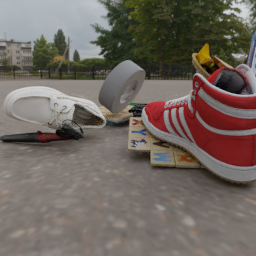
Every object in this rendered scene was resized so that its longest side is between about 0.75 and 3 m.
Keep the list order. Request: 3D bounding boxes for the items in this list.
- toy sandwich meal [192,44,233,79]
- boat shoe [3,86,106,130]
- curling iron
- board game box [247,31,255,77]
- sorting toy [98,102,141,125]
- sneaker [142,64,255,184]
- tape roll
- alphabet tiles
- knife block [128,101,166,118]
[{"bbox_3d":[3.416,-2.150,10.264,2.518,0.862,2.518,27,33,-19],"label":"toy sandwich meal"},{"bbox_3d":[-1.482,-0.356,6.248,2.354,0.834,0.816,3,23,-41],"label":"boat shoe"},{"bbox_3d":[-1.946,0.128,6.188,2.263,0.561,0.289,-5,47,25],"label":"curling iron"},{"bbox_3d":[4.143,-1.359,7.540,1.876,2.771,0.478,15,-23,10],"label":"board game box"},{"bbox_3d":[-0.050,-0.541,9.739,2.158,0.430,2.919,8,16,40],"label":"sorting toy"},{"bbox_3d":[1.126,-0.410,4.780,0.995,1.572,2.795,-17,28,-25],"label":"sneaker"},{"bbox_3d":[-0.161,-1.189,8.278,0.520,1.574,1.574,38,24,14],"label":"tape roll"},{"bbox_3d":[1.264,0.136,5.612,2.505,0.079,2.084,2,30,2],"label":"alphabet tiles"},{"bbox_3d":[1.034,-0.366,7.487,1.921,0.614,1.686,-15,24,-12],"label":"knife block"}]
